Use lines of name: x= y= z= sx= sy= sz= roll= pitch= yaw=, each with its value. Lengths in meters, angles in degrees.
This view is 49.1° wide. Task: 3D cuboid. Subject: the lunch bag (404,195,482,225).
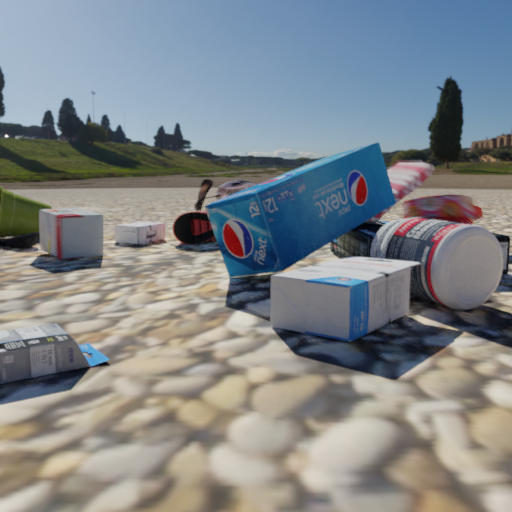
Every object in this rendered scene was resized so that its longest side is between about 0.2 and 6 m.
lunch bag: x=3.927 y=-0.809 z=11.825 sx=1.567 sy=0.729 sz=1.779 roll=-4 pitch=-10 yaw=16

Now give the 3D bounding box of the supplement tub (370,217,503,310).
supplement tub: x=2.155 y=0.047 z=6.849 sx=0.988 sy=0.988 sz=1.408 roll=-4 pitch=10 yaw=-24

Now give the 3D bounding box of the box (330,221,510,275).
box: x=2.585 y=-0.181 z=9.491 sx=2.170 sy=0.628 sz=2.730 roll=-1 pitch=9 yaw=-4

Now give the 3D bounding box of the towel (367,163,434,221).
towel: x=2.973 y=-1.378 z=13.403 sx=2.418 sy=0.362 sz=1.769 roll=-40 pitch=15 yaw=0

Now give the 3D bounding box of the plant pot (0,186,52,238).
plant pot: x=-5.458 y=-0.898 z=13.096 sx=1.178 sy=1.240 sz=1.240 roll=10 pitch=2 yaw=-32

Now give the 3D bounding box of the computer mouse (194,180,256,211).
computer mouse: x=-0.748 y=-1.607 z=14.074 sx=1.650 sy=0.905 sz=0.362 roll=-10 pitch=48 yaw=-28

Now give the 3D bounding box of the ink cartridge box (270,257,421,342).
ink cartridge box: x=1.012 y=0.395 z=5.981 sx=0.957 sy=0.559 sz=1.649 roll=6 pitch=11 yaw=39

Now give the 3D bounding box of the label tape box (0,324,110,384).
label tape box: x=-1.714 y=0.758 z=4.603 sx=0.850 sy=0.281 sz=0.609 roll=-8 pitch=11 yaw=-33

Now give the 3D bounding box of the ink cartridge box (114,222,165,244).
ink cartridge box: x=-2.586 y=-0.523 z=12.498 sx=0.696 sy=0.405 sz=0.955 roll=5 pitch=9 yaw=28

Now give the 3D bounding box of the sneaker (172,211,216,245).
sneaker: x=-0.660 y=-0.736 z=12.399 sx=2.339 sy=0.862 sz=1.014 roll=-1 pitch=8 yaw=-6

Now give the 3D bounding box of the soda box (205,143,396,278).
soda box: x=0.864 y=-0.822 z=8.998 sx=1.109 sy=1.172 sz=3.457 roll=-8 pitch=14 yaw=44

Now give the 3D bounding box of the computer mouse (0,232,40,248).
computer mouse: x=-4.829 y=-0.282 z=11.544 sx=1.046 sy=0.276 sz=0.724 roll=-9 pitch=5 yaw=30

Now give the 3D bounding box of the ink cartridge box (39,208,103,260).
ink cartridge box: x=-3.459 y=-0.436 z=10.442 sx=0.810 sy=0.806 sz=1.115 roll=-8 pitch=15 yaw=-40
